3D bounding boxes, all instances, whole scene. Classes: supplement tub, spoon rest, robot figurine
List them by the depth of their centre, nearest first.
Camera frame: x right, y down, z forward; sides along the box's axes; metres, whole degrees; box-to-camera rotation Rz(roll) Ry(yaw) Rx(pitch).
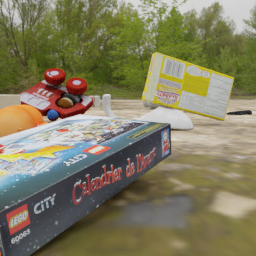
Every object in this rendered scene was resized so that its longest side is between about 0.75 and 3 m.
[{"bbox_3d":[-1.997,-0.035,5.087,0.944,0.765,1.313,40,3,-7],"label":"robot figurine"},{"bbox_3d":[0.528,-0.297,7.971,2.645,0.802,1.314,15,13,10],"label":"spoon rest"},{"bbox_3d":[1.996,-1.868,17.483,1.909,1.384,1.384,3,7,23],"label":"supplement tub"}]

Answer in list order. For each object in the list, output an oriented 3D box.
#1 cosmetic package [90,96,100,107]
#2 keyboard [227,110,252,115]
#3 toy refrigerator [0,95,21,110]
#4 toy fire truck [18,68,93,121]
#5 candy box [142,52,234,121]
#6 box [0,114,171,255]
[{"bbox_3d":[-2.864,-1.921,20.328,1.602,0.828,0.699,0,8,11],"label":"cosmetic package"},{"bbox_3d":[5.367,-0.736,13.162,0.921,0.197,1.534,6,10,42],"label":"keyboard"},{"bbox_3d":[-3.708,-0.393,7.210,0.862,0.935,2.464,0,8,4],"label":"toy refrigerator"},{"bbox_3d":[-2.333,-0.902,9.169,2.111,1.184,1.773,24,45,15],"label":"toy fire truck"},{"bbox_3d":[1.823,-1.160,8.248,2.701,1.381,0.357,13,3,-19],"label":"candy box"},{"bbox_3d":[-0.633,0.293,2.566,1.329,0.367,1.946,8,19,35],"label":"box"}]
